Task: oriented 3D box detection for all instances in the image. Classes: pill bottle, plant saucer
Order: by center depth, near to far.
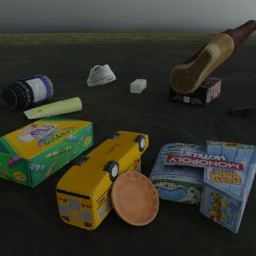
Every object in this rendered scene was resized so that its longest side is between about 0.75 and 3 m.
[{"bbox_3d":[0.136,1.526,6.067,1.167,1.167,0.218,-19,-16,-39],"label":"plant saucer"},{"bbox_3d":[-4.818,-1.735,13.563,1.351,1.351,2.415,11,24,25],"label":"pill bottle"}]

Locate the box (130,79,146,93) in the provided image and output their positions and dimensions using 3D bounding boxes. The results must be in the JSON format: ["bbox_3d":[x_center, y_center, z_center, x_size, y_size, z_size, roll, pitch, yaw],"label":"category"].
[{"bbox_3d":[0.622,-2.491,16.608,0.619,0.516,1.508,7,23,17],"label":"box"}]

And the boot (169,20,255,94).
[{"bbox_3d":[2.244,-1.833,7.500,1.856,0.807,2.231,-34,-3,-25],"label":"boot"}]

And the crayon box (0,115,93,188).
[{"bbox_3d":[-2.557,0.535,8.463,1.746,0.856,2.939,10,24,24],"label":"crayon box"}]

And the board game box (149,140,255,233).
[{"bbox_3d":[1.890,1.190,6.845,2.751,0.848,2.749,6,22,15],"label":"board game box"}]

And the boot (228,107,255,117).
[{"bbox_3d":[5.100,-0.789,12.497,1.115,0.432,0.771,1,17,1],"label":"boot"}]

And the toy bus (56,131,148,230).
[{"bbox_3d":[-0.430,1.028,6.792,0.956,1.150,2.936,5,22,25],"label":"toy bus"}]

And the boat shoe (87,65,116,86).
[{"bbox_3d":[-1.137,-2.136,11.149,0.809,0.719,2.199,-28,16,-25],"label":"boat shoe"}]

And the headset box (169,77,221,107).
[{"bbox_3d":[3.625,-2.048,14.799,1.980,1.027,2.660,14,27,31],"label":"headset box"}]

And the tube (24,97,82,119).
[{"bbox_3d":[-3.274,-0.835,12.390,2.432,0.631,0.706,-16,-13,-25],"label":"tube"}]
